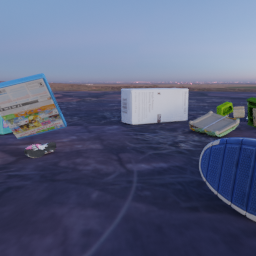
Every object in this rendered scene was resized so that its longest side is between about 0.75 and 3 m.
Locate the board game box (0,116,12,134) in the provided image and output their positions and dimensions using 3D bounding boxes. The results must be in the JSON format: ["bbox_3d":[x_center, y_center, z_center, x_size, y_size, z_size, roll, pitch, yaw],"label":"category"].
[{"bbox_3d":[-4.359,-0.382,10.417,2.229,0.659,2.931,4,10,23],"label":"board game box"}]

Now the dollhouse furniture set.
[{"bbox_3d":[3.457,-0.084,9.483,2.714,1.048,1.356,-25,26,-21],"label":"dollhouse furniture set"}]

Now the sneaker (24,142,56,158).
[{"bbox_3d":[-2.035,0.520,6.417,0.332,0.309,0.768,-13,-6,40],"label":"sneaker"}]

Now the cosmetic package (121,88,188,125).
[{"bbox_3d":[1.142,-0.955,11.665,2.804,1.426,1.038,-6,11,-26],"label":"cosmetic package"}]

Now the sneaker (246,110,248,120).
[{"bbox_3d":[6.070,-0.800,11.990,2.374,0.974,0.833,-6,11,-30],"label":"sneaker"}]

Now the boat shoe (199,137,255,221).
[{"bbox_3d":[2.198,0.740,3.349,2.639,0.953,0.955,18,13,32],"label":"boat shoe"}]

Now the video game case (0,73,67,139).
[{"bbox_3d":[-2.531,-0.482,7.189,1.423,1.988,0.177,-14,54,-4],"label":"video game case"}]
